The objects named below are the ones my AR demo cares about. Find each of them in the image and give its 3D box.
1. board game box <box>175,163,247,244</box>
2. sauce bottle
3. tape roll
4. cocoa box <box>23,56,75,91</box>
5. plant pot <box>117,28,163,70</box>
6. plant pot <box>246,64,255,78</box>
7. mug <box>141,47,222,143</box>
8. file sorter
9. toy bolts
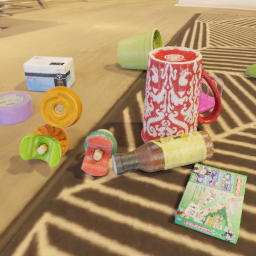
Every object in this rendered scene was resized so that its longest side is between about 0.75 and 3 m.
[{"bbox_3d":[2.181,1.790,7.177,1.420,0.307,2.111,14,35,21],"label":"board game box"},{"bbox_3d":[1.002,0.763,8.196,2.917,0.963,0.963,-10,33,-13],"label":"sauce bottle"},{"bbox_3d":[-4.589,-0.806,10.998,1.584,0.673,1.584,1,31,0],"label":"tape roll"},{"bbox_3d":[-3.635,-2.529,13.163,1.970,1.293,1.314,4,32,7],"label":"cocoa box"},{"bbox_3d":[0.632,-4.059,15.067,2.115,2.300,2.300,1,30,22],"label":"plant pot"},{"bbox_3d":[6.569,-2.959,14.483,0.794,0.794,0.849,-17,19,-25],"label":"plant pot"},{"bbox_3d":[1.652,-1.078,9.250,2.607,2.937,1.959,-24,39,-31],"label":"mug"},{"bbox_3d":[2.847,-1.440,11.493,1.786,1.120,1.241,-21,38,-28],"label":"file sorter"},{"bbox_3d":[-1.499,0.051,8.427,2.598,2.481,1.802,19,15,-4],"label":"toy bolts"}]
